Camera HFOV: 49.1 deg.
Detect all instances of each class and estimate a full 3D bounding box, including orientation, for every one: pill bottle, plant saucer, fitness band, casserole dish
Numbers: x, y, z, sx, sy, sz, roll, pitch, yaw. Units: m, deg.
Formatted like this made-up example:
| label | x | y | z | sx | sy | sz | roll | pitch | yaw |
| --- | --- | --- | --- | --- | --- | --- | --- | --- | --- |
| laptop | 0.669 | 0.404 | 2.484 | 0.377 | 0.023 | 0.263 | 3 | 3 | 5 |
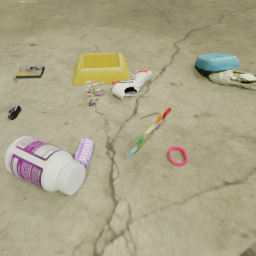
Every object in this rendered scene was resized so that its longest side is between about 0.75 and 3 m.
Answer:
| label | x | y | z | sx | sy | sz | roll | pitch | yaw |
| --- | --- | --- | --- | --- | --- | --- | --- | --- | --- |
| pill bottle | -2.351 | 1.100 | 8.061 | 2.155 | 1.210 | 1.210 | 19 | 40 | 23 |
| plant saucer | -1.382 | -3.172 | 14.329 | 2.815 | 0.682 | 2.815 | -2 | 36 | -4 |
| fitness band | 1.632 | 0.922 | 9.202 | 0.598 | 0.156 | 0.833 | 0 | 37 | -4 |
| casserole dish | 4.408 | -3.355 | 14.029 | 1.721 | 0.551 | 2.841 | -9 | 21 | -2 |

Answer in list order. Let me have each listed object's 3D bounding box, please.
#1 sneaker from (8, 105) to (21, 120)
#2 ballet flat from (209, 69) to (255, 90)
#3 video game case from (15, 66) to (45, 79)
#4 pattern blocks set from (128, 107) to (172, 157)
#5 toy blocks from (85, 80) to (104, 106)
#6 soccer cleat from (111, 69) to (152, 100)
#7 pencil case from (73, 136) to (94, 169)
| label | x | y | z | sx | sy | sz | roll | pitch | yaw |
| --- | --- | --- | --- | --- | --- | --- | --- | --- | --- |
| sneaker | -4.611 | -0.575 | 11.177 | 0.368 | 0.318 | 0.840 | -10 | 32 | 17 |
| ballet flat | 4.985 | -2.359 | 12.973 | 2.406 | 0.836 | 0.836 | 13 | 38 | 18 |
| video game case | -4.977 | -2.849 | 14.322 | 1.246 | 0.159 | 1.126 | -2 | 36 | -4 |
| pattern blocks set | 0.680 | 0.141 | 9.024 | 0.155 | 1.677 | 1.908 | 39 | 34 | 9 |
| toy blocks | -1.359 | -1.531 | 11.934 | 0.769 | 0.854 | 0.914 | -10 | 34 | -4 |
| soccer cleat | 0.313 | -1.931 | 12.617 | 2.374 | 0.815 | 1.011 | -26 | 57 | -32 |
| pencil case | -1.441 | 0.815 | 9.015 | 0.517 | 0.527 | 1.232 | 0 | 37 | 4 |
